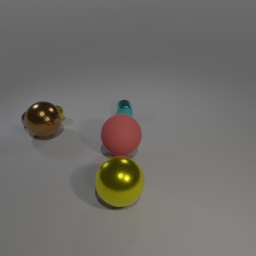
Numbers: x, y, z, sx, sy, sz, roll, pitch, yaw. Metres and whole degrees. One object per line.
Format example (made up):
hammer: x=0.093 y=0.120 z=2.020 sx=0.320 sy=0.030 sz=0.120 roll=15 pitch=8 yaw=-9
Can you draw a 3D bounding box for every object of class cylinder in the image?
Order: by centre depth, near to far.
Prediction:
cylinder: x=-0.155 y=-0.785 z=12.275 sx=0.700 sy=0.700 sz=0.700 roll=-2 pitch=31 yaw=-3

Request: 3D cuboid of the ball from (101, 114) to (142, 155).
ball: x=-0.228 y=0.227 z=9.588 sx=1.400 sy=1.400 sz=1.400 roll=0 pitch=31 yaw=0

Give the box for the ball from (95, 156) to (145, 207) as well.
ball: x=-0.225 y=1.477 z=7.815 sx=1.400 sy=1.400 sz=1.400 roll=0 pitch=31 yaw=0

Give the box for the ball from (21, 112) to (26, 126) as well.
ball: x=-4.060 y=-0.374 z=11.604 sx=0.700 sy=0.700 sz=0.700 roll=0 pitch=31 yaw=0

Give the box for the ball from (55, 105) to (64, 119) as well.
ball: x=-3.083 y=-0.626 z=12.010 sx=0.700 sy=0.700 sz=0.700 roll=0 pitch=31 yaw=0

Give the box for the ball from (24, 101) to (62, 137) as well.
ball: x=-3.275 y=-0.334 z=10.865 sx=1.400 sy=1.400 sz=1.400 roll=0 pitch=31 yaw=0
